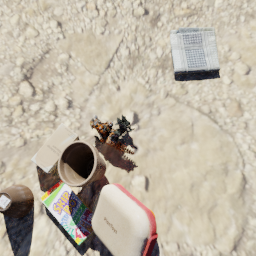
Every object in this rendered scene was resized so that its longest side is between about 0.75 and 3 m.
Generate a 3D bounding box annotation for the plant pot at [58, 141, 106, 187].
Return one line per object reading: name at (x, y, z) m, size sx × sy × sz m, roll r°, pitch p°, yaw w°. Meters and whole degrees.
plant pot at (-1.136, 1.071, 7.806) m, size 1.241 × 1.082 × 1.241 m, roll -8°, pitch 69°, yaw 23°

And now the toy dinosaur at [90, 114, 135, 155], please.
toy dinosaur at (-0.406, 0.173, 8.470) m, size 1.581 × 0.808 × 1.073 m, roll 39°, pitch 106°, yaw -21°

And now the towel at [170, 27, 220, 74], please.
towel at (2.229, -2.634, 9.358) m, size 1.592 × 0.286 × 1.653 m, roll -4°, pitch 77°, yaw 0°

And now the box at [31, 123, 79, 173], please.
box at (-2.160, 0.615, 8.399) m, size 0.667 × 0.546 × 1.404 m, roll 37°, pitch 78°, yaw 0°

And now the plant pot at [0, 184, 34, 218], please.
plant pot at (-3.271, 2.043, 7.811) m, size 0.973 × 1.041 × 0.973 m, roll 0°, pitch 76°, yaw 0°

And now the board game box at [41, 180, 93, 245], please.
board game box at (-1.676, 2.395, 8.126) m, size 0.852 × 0.267 × 1.783 m, roll -42°, pitch 77°, yaw -15°

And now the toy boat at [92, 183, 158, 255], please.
toy boat at (0.086, 2.400, 7.315) m, size 1.489 × 2.278 × 1.487 m, roll 10°, pitch 103°, yaw -39°
